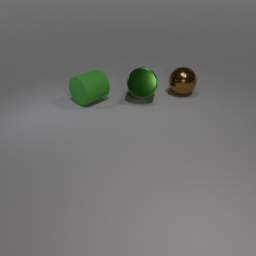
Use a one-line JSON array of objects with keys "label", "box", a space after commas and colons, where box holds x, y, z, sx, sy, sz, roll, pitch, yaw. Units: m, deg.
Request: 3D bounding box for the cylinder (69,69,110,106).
[{"label": "cylinder", "box": [-1.818, -1.931, 13.253, 1.400, 1.400, 1.400, 24, 39, 37]}]

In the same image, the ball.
[{"label": "ball", "box": [2.751, -2.358, 14.091, 1.400, 1.400, 1.400, 0, 29, 0]}]

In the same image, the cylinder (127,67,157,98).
[{"label": "cylinder", "box": [0.705, -2.184, 13.440, 1.400, 1.400, 1.400, 3, 11, 5]}]
